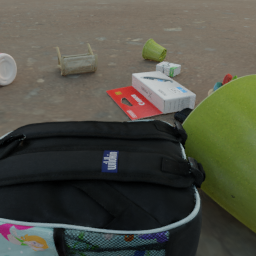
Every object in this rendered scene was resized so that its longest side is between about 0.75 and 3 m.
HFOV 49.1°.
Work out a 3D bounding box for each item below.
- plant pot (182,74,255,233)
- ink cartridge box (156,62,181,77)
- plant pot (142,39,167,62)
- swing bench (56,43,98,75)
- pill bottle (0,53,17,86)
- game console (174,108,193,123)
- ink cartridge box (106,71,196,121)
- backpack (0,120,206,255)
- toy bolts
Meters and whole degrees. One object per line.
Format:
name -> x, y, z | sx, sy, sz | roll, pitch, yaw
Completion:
plant pot -> 2.413, 0.779, 4.713 | 2.368, 2.368, 2.530 | -15, 47, -23
ink cartridge box -> 1.685, -2.478, 11.771 | 0.865, 0.364, 0.632 | 20, 36, 30
plant pot -> 1.303, -3.573, 13.212 | 0.899, 0.978, 0.978 | 31, 41, 23
swing bench -> -2.169, -2.828, 11.843 | 1.480, 0.966, 1.488 | -10, 37, -17
pill bottle -> -5.457, -2.353, 10.764 | 1.996, 1.194, 1.194 | 12, 33, 20
game console -> 2.312, -0.036, 7.754 | 1.344, 0.275, 2.278 | -20, 38, -31
ink cartridge box -> 0.662, -1.189, 9.425 | 2.179, 0.553, 2.474 | -11, 32, -20
backpack -> -0.661, 1.004, 4.060 | 2.910, 2.190, 2.583 | 5, 27, -2
toy bolts -> 3.225, -1.071, 9.013 | 1.295, 0.898, 1.237 | 5, 60, -44
